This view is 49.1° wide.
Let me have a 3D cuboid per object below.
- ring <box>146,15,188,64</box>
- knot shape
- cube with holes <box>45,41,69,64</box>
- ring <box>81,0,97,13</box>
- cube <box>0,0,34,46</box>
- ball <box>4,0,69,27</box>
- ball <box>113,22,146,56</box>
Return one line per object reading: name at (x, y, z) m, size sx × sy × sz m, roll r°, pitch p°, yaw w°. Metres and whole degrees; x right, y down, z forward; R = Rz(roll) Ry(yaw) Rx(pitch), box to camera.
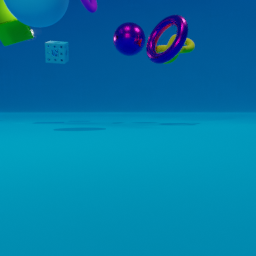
ring at (1.154, -2.681, 8.474) m, size 0.311 × 1.556 × 1.556 m, roll 22°, pitch -11°, yaw -37°
knot shape at (1.371, -2.513, 9.148) m, size 1.393 × 0.644 × 1.303 m, roll -27°, pitch 4°, yaw -42°
cube with holes at (-2.830, -3.034, 11.214) m, size 0.755 × 0.755 × 0.755 m, roll 3°, pitch 22°, yaw -1°
ring at (-1.290, -4.155, 8.768) m, size 0.215 × 1.075 × 1.075 m, roll -16°, pitch -2°, yaw 19°
cube at (-3.932, -3.598, 9.367) m, size 1.069 × 1.069 × 1.069 m, roll -20°, pitch -16°, yaw -9°
ball at (-1.854, -2.727, 5.662) m, size 1.302 × 1.302 × 1.302 m, roll 0°, pitch 3°, yaw 0°
ball at (0.048, -3.053, 9.649) m, size 1.116 × 1.116 × 1.116 m, roll 0°, pitch 3°, yaw 0°
